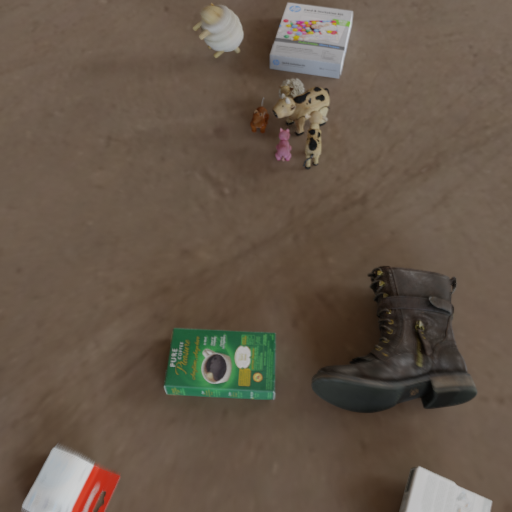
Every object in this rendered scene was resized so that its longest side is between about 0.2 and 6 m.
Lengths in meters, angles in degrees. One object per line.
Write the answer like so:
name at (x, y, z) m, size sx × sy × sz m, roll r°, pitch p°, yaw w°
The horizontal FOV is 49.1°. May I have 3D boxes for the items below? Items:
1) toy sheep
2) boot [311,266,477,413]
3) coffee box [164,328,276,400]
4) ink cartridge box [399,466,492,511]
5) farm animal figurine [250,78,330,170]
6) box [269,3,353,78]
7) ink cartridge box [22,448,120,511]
toy sheep at (-0.701, -4.535, 11.319) m, size 0.889 × 1.289 × 0.889 m, roll -8°, pitch 69°, yaw 23°
boot at (1.853, 1.060, 7.889) m, size 2.389 × 0.827 × 2.080 m, roll 3°, pitch 53°, yaw -8°
coffee box at (-0.476, 1.494, 7.795) m, size 1.495 × 0.329 × 0.919 m, roll 2°, pitch 55°, yaw 0°
ink cartridge box at (2.175, 3.227, 6.619) m, size 0.969 × 0.243 × 1.116 m, roll 24°, pitch 63°, yaw 3°
farm animal figurine at (0.780, -2.569, 10.244) m, size 1.712 × 0.893 × 1.693 m, roll 35°, pitch 62°, yaw 22°
box at (1.204, -4.634, 11.978) m, size 1.494 × 0.394 × 1.916 m, roll 11°, pitch 55°, yaw 7°
ink cartridge box at (-2.270, 2.895, 6.901) m, size 0.931 × 0.220 × 0.745 m, roll 15°, pitch 57°, yaw 12°
